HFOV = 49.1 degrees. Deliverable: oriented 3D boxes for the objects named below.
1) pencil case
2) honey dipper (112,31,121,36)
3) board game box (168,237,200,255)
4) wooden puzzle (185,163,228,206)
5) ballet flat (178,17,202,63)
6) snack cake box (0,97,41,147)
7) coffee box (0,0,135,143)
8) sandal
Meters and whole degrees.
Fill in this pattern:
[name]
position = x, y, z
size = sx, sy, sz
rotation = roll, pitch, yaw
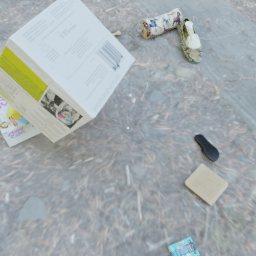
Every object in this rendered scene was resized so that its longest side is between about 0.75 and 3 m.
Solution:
[pencil case]
position = 1.820, -5.621, 14.951
size = 2.287, 1.023, 0.890
rotation = -27, 46, -17
[honey dipper]
position = -1.372, -4.759, 14.760
size = 2.205, 0.419, 0.419
rotation = -24, 59, -17
[board game box]
position = 1.769, 3.929, 8.937
size = 0.809, 0.190, 0.610
rotation = -18, 58, -12
[wooden puzzle]
position = 2.841, 2.052, 10.191
size = 1.211, 0.280, 1.122
rotation = 41, 65, 19
[ballet flat]
position = 3.150, -4.607, 14.241
size = 0.965, 1.071, 2.844
rotation = -5, 56, -4
[snack cake box]
position = -4.747, -0.893, 11.734
size = 1.725, 1.008, 3.000
rotation = -27, 59, -18
[coffee box]
position = -2.171, -1.836, 9.182
size = 2.974, 2.941, 2.970
rotation = 44, 52, -17
[sandal]
position = 3.101, 0.808, 11.046
size = 0.551, 0.330, 1.466
rotation = -12, 42, -14
